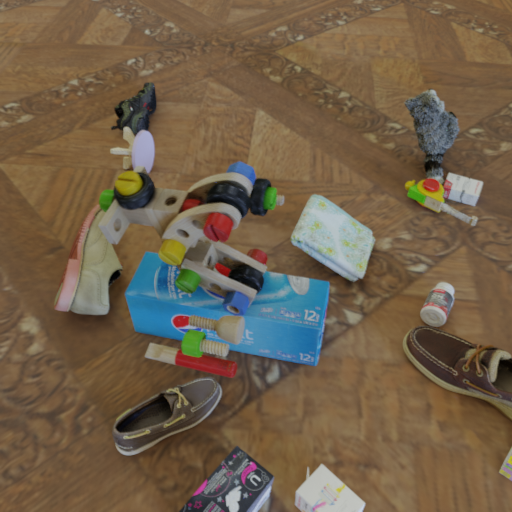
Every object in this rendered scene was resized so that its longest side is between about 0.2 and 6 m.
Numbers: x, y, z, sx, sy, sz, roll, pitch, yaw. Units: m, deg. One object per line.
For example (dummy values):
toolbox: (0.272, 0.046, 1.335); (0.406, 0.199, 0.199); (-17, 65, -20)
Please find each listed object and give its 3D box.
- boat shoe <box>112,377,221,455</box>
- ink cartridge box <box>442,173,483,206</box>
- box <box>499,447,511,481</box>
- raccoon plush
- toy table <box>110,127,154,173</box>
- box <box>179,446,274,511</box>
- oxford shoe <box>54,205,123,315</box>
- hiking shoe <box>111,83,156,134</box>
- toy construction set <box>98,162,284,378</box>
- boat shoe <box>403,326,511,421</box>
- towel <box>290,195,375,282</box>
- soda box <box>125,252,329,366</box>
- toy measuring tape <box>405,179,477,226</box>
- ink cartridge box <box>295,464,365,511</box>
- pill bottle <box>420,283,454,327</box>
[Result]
boat shoe: (-1.377, 2.430, 8.844); (1.875, 0.558, 0.674); (-25, 52, -22)
ink cartridge box: (4.646, -1.502, 12.662); (0.779, 0.323, 0.572); (20, 50, 17)
box: (4.183, 3.072, 8.359); (0.724, 0.398, 0.824); (31, 55, 26)
raccoon plush: (3.934, -2.678, 12.444); (0.976, 1.352, 2.018); (-16, 76, 32)
toy table: (-2.838, -2.432, 13.066); (0.627, 1.070, 0.983); (19, 15, 24)
box: (-0.414, 3.446, 7.717); (0.720, 0.829, 1.254); (34, 55, 22)
oxford shoe: (-3.130, 0.099, 10.962); (1.025, 0.983, 2.777); (20, 42, -18)
hiking shoe: (-3.193, -3.945, 14.650); (0.978, 0.736, 1.943); (6, 48, 1)
toy construction set: (-1.201, 0.045, 8.516); (2.423, 2.630, 3.153); (9, 82, 13)
boat shoe: (3.776, 1.820, 9.101); (2.807, 1.010, 1.012); (32, 55, 26)
towel: (1.569, -0.368, 11.121); (1.618, 0.390, 1.385); (32, 45, -5)
soda box: (-0.471, 0.906, 9.858); (3.361, 1.140, 1.078); (9, 48, 9)
toy measuring tape: (4.085, -1.244, 12.255); (1.745, 0.642, 0.642); (31, 54, 24)
ink cartridge box: (0.976, 3.454, 7.883); (0.901, 0.579, 0.564); (35, 57, 30)
pill bottle: (3.373, 0.876, 10.340); (0.460, 0.460, 0.832); (22, 47, 20)
